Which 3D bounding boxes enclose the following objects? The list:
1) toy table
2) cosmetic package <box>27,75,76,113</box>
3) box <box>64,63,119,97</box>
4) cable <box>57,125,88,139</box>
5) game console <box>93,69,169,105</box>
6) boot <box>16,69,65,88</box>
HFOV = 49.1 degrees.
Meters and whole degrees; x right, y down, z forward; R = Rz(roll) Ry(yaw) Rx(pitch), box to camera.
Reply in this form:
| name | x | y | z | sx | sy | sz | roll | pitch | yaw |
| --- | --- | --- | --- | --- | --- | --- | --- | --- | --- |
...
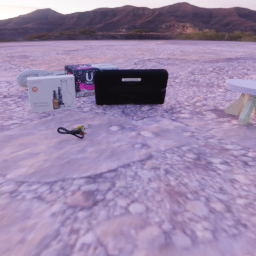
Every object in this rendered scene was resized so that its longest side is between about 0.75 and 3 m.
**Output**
| name | x | y | z | sx | sy | sz | roll | pitch | yaw |
| --- | --- | --- | --- | --- | --- | --- | --- | --- | --- |
| toy table | 4.088 | -0.860 | 9.116 | 1.799 | 1.146 | 1.957 | -14 | 26 | -33 |
| cosmetic package | -2.698 | -1.231 | 9.988 | 1.592 | 1.200 | 0.411 | -8 | 22 | -19 |
| box | -1.604 | -2.204 | 12.476 | 2.102 | 1.206 | 1.389 | -12 | 24 | -28 |
| cable | -1.510 | 0.101 | 7.694 | 0.833 | 0.405 | 0.210 | -1 | 33 | 13 |
| game console | 0.061 | -1.709 | 10.892 | 2.653 | 2.334 | 1.544 | -2 | 50 | -3 |
| boot | -3.827 | -2.312 | 13.126 | 2.518 | 0.926 | 1.203 | -13 | 18 | -32 |
